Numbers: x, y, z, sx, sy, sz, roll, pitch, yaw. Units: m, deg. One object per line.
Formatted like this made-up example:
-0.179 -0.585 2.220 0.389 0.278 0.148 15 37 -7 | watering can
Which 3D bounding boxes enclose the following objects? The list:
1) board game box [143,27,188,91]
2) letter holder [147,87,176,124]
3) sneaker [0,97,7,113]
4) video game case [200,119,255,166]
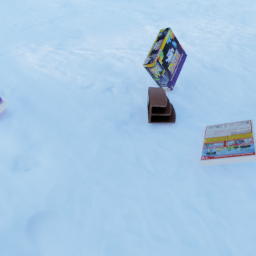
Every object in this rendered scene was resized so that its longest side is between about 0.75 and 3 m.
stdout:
1.200 -2.122 8.742 0.431 1.257 1.520 2 59 45 | board game box
0.948 -0.642 7.744 0.786 0.556 1.106 2 35 1 | letter holder
-4.651 -0.834 7.549 2.464 1.089 0.991 -7 34 -1 | sneaker
2.318 0.300 6.447 1.148 0.140 1.606 -9 25 25 | video game case
